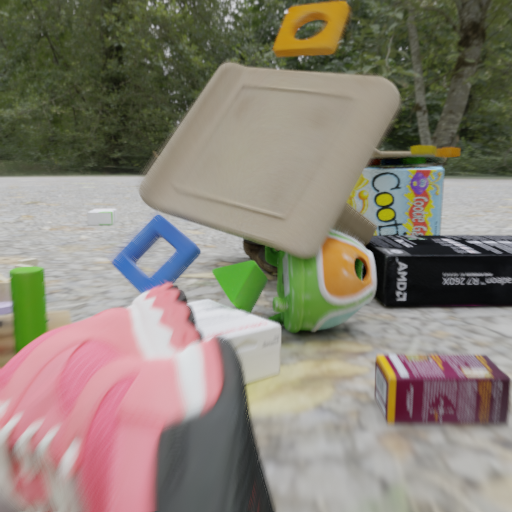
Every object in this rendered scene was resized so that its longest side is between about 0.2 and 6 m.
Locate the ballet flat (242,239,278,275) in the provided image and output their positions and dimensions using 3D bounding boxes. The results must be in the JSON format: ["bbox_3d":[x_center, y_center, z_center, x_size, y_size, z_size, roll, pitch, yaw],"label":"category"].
[{"bbox_3d":[0.187,0.022,8.656,0.602,0.414,1.787,-9,17,-18],"label":"ballet flat"}]

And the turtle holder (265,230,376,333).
[{"bbox_3d":[0.603,0.310,5.539,0.984,1.386,1.053,-2,49,-4],"label":"turtle holder"}]

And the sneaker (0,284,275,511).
[{"bbox_3d":[-0.704,0.910,2.557,1.254,1.065,2.891,-15,9,-14],"label":"sneaker"}]

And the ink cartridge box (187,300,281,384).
[{"bbox_3d":[-0.393,0.702,4.557,0.741,0.428,1.019,-8,13,-38],"label":"ink cartridge box"}]

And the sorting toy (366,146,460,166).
[{"bbox_3d":[2.464,-1.676,9.612,1.456,0.262,1.954,2,6,-18],"label":"sorting toy"}]

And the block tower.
[{"bbox_3d":[0.238,-0.588,7.932,0.898,0.839,3.108,33,-3,-32],"label":"block tower"}]

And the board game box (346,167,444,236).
[{"bbox_3d":[1.871,-0.880,10.285,2.897,1.492,1.519,3,11,16],"label":"board game box"}]

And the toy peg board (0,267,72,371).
[{"bbox_3d":[-2.427,0.477,4.469,1.863,0.911,1.855,-3,11,-21],"label":"toy peg board"}]

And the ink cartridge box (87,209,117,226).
[{"bbox_3d":[-3.869,-0.978,14.104,0.589,0.340,0.810,-1,10,-4],"label":"ink cartridge box"}]

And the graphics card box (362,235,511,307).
[{"bbox_3d":[2.674,0.137,7.037,2.600,0.661,1.631,1,11,-3],"label":"graphics card box"}]

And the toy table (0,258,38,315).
[{"bbox_3d":[-2.839,0.335,6.354,0.825,0.526,0.898,3,10,17],"label":"toy table"}]

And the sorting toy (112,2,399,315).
[{"bbox_3d":[0.127,-1.032,5.679,2.128,3.779,0.515,20,-18,32],"label":"sorting toy"}]

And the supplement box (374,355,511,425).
[{"bbox_3d":[1.230,0.892,3.772,0.785,0.336,0.433,0,10,1],"label":"supplement box"}]
